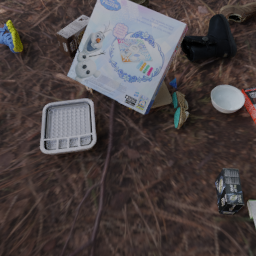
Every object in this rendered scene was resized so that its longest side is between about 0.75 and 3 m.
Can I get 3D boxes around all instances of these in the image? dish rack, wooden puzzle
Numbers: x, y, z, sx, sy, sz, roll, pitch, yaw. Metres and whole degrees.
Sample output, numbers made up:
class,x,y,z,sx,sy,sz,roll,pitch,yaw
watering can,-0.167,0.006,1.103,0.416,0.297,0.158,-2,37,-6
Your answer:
class,x,y,z,sx,sy,sz,roll,pitch,yaw
dish rack,-1.689,-0.013,8.106,1.540,0.391,1.794,-8,56,-1
wooden puzzle,0.805,-1.091,8.969,1.652,0.193,1.115,-9,59,3

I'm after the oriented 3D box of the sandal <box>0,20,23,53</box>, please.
class,x,y,z,sx,sy,sz,roll,pitch,yaw
sandal,-4.378,-3.252,10.293,0.741,0.676,1.702,-26,52,-7

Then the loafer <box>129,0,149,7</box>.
class,x,y,z,sx,sy,sz,roll,pitch,yaw
loafer,-0.183,-5.175,11.479,2.300,0.801,0.865,-20,57,-13

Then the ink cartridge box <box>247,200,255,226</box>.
class,x,y,z,sx,sy,sz,roll,pitch,yaw
ink cartridge box,3.273,2.157,6.733,0.611,0.201,0.840,2,55,1

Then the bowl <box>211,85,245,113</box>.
class,x,y,z,sx,sy,sz,roll,pitch,yaw
bowl,3.017,-0.813,8.651,1.013,0.455,1.013,0,55,-1

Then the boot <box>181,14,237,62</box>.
class,x,y,z,sx,sy,sz,roll,pitch,yaw
boot,2.785,-3.330,10.180,1.765,0.802,2.100,-5,61,-8

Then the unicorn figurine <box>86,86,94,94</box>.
class,x,y,z,sx,sy,sz,roll,pitch,yaw
unicorn figurine,-1.151,-1.936,9.273,1.105,0.594,1.609,-35,80,-9

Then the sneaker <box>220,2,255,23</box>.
class,x,y,z,sx,sy,sz,roll,pitch,yaw
sneaker,4.621,-4.540,11.271,1.825,0.643,0.689,-6,76,-2

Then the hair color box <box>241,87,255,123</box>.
class,x,y,z,sx,sy,sz,roll,pitch,yaw
hair color box,4.017,-0.687,8.607,0.634,0.382,1.248,-11,57,-9

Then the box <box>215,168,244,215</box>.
class,x,y,z,sx,sy,sz,roll,pitch,yaw
box,2.452,1.553,6.826,0.390,0.742,0.906,4,56,2

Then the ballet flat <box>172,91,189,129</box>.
class,x,y,z,sx,sy,sz,roll,pitch,yaw
ballet flat,1.631,-0.549,8.490,0.444,0.480,1.361,10,58,-12

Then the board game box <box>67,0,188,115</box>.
class,x,y,z,sx,sy,sz,roll,pitch,yaw
board game box,-0.077,-2.220,8.329,2.749,0.596,2.736,28,103,12

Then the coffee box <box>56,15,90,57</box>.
class,x,y,z,sx,sy,sz,roll,pitch,yaw
coffee box,-1.871,-3.361,10.218,0.567,0.803,1.420,32,62,20
